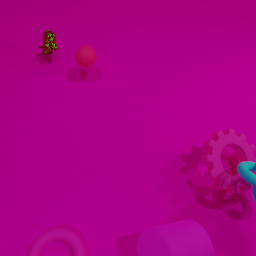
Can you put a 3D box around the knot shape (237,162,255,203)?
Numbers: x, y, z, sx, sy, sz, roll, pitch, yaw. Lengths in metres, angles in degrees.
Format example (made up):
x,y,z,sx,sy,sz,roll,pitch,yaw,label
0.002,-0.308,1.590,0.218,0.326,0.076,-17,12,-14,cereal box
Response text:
x,y,z,sx,sy,sz,roll,pitch,yaw,label
3.248,1.204,6.688,1.384,0.683,1.479,15,65,-21,knot shape

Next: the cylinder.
x,y,z,sx,sy,sz,roll,pitch,yaw,label
1.026,2.732,6.153,1.216,1.216,1.216,3,54,-36,cylinder

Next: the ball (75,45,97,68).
x,y,z,sx,sy,sz,roll,pitch,yaw,label
-1.377,-2.333,9.151,0.704,0.704,0.704,0,60,0,ball

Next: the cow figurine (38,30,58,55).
x,y,z,sx,sy,sz,roll,pitch,yaw,label
-2.801,-2.983,9.786,0.526,0.958,0.943,-17,41,-27,cow figurine

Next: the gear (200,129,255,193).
x,y,z,sx,sy,sz,roll,pitch,yaw,label
2.799,0.891,7.637,1.697,0.314,1.697,5,75,-19,gear

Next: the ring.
x,y,z,sx,sy,sz,roll,pitch,yaw,label
-1.731,3.154,6.777,1.401,0.280,1.401,1,62,-2,ring
